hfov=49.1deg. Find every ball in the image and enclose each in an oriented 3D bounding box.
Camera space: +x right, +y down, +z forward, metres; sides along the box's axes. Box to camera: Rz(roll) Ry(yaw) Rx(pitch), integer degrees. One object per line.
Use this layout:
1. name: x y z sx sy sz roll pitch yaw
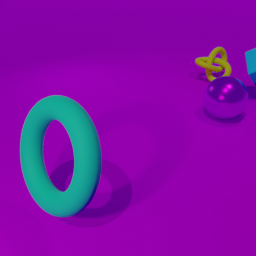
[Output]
1. ball: 2.791 -0.869 8.053 1.239 1.239 1.239 0 32 0

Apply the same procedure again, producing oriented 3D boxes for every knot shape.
1. knot shape: 3.256 -2.256 10.363 1.367 0.632 1.279 -20 75 -12

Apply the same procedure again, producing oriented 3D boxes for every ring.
1. ring: -1.203 0.471 4.728 2.039 2.039 0.408 29 21 37

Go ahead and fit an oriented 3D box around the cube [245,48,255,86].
1. cube: 4.376 -1.926 8.750 0.988 0.988 0.988 -20 47 36
